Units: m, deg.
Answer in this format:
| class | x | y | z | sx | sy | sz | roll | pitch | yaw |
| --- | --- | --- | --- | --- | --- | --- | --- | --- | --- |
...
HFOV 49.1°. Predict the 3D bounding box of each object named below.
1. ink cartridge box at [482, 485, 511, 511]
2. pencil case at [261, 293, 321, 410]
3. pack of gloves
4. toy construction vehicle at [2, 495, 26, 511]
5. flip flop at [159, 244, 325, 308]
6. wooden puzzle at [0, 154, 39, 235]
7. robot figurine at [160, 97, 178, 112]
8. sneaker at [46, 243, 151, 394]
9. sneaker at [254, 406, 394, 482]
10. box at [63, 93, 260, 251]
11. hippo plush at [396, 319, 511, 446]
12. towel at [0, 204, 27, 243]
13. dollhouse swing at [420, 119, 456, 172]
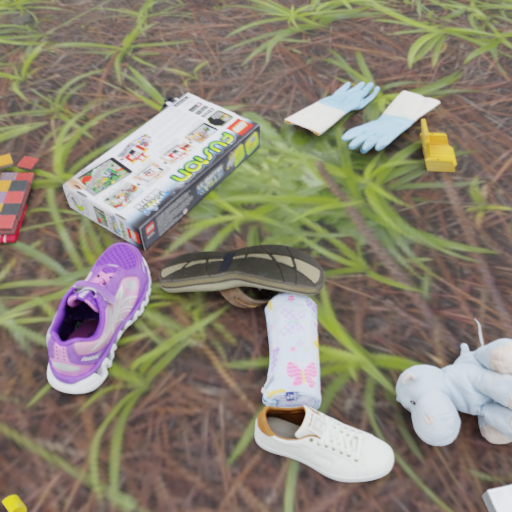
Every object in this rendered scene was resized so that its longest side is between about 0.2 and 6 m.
| class | x | y | z | sx | sy | sz | roll | pitch | yaw |
| --- | --- | --- | --- | --- | --- | --- | --- | --- | --- |
| ink cartridge box | 3.417 | 3.131 | 7.012 | 0.971 | 0.244 | 0.529 | -9 | 51 | -9 |
| pencil case | 0.514 | 1.402 | 8.131 | 0.804 | 0.737 | 1.773 | -6 | 50 | 11 |
| pack of gloves | 2.280 | -2.910 | 12.033 | 2.212 | 0.520 | 2.633 | 28 | 50 | 32 |
| toy construction vehicle | -3.839 | 3.271 | 6.772 | 1.444 | 0.584 | 1.659 | 25 | 51 | 33 |
| flip flop | -0.239 | 0.426 | 8.943 | 2.744 | 0.790 | 1.113 | -4 | 28 | 17 |
| wooden puzzle | -5.035 | -1.034 | 10.270 | 1.559 | 0.185 | 2.629 | 0 | 50 | -2 |
| robot figurine | -1.839 | -3.243 | 12.256 | 0.506 | 0.381 | 0.316 | -36 | 48 | -29 |
| sneaker | -2.376 | 0.700 | 8.447 | 1.052 | 1.156 | 2.615 | 9 | 50 | 9 |
| sneaker | 0.889 | 2.404 | 7.269 | 1.871 | 0.792 | 0.681 | 11 | 49 | 7 |
| box | -1.706 | -1.770 | 10.838 | 1.942 | 0.613 | 3.529 | 29 | 56 | 22 |
| hippo plush | 2.659 | 1.700 | 7.416 | 1.467 | 1.454 | 1.825 | -7 | 51 | -7 |
| towel | -4.969 | -0.587 | 10.158 | 1.432 | 0.161 | 1.036 | -4 | 50 | -3 |
| dollhouse swing | 3.643 | -2.251 | 11.156 | 0.783 | 0.758 | 0.862 | 3 | 49 | 3 |
